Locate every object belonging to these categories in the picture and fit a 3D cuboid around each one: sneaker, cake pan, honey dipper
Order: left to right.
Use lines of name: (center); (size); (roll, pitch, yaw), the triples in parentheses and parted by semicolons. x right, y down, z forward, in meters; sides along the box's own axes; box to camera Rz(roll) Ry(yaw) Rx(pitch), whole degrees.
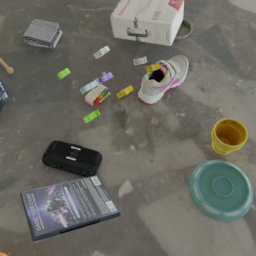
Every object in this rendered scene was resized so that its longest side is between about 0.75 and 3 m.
honey dipper: (-5.978, -3.262, 12.796); (2.443, 0.464, 0.464); (41, 67, 19)
sneaker: (1.592, -2.250, 11.688); (1.146, 1.243, 2.818); (36, 66, 19)
cake pan: (2.450, -4.883, 13.826); (1.417, 0.260, 1.417); (0, 59, 0)

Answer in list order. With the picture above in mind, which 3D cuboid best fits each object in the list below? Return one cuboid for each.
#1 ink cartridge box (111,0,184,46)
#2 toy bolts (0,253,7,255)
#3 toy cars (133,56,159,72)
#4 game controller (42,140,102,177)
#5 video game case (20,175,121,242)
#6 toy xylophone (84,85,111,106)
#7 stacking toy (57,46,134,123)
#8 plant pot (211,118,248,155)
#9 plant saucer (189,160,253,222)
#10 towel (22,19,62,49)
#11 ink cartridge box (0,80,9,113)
ink cartridge box: (0.934, -5.201, 13.259); (2.939, 1.246, 2.140); (16, 60, 17)
toy bolts: (-3.814, 4.716, 7.165); (1.782, 2.454, 2.569); (10, 78, -9)
toy cars: (0.684, -2.312, 10.203); (1.017, 0.456, 0.225); (23, 21, -16)
game controller: (-2.040, 1.092, 10.263); (2.118, 0.446, 1.105); (15, 46, 8)
video game case: (-1.489, 1.960, 7.213); (2.176, 0.206, 1.554); (-9, 34, -27)
toy xylophone: (-1.263, -1.385, 11.736); (0.833, 0.286, 1.138); (39, 67, 21)
stacking toy: (-1.161, -1.723, 10.671); (2.727, 0.641, 2.056); (-41, 105, -39)
plant pot: (3.565, 0.420, 10.184); (1.183, 1.113, 1.183); (0, 58, 0)
plant saucer: (3.242, 2.062, 9.693); (2.221, 0.304, 2.221); (0, 59, 0)
towel: (-4.069, -4.498, 13.371); (1.527, 0.653, 1.264); (13, 61, 7)
ink cartridge box: (-5.281, -1.190, 11.282); (0.344, 0.872, 1.753); (7, 61, 4)
